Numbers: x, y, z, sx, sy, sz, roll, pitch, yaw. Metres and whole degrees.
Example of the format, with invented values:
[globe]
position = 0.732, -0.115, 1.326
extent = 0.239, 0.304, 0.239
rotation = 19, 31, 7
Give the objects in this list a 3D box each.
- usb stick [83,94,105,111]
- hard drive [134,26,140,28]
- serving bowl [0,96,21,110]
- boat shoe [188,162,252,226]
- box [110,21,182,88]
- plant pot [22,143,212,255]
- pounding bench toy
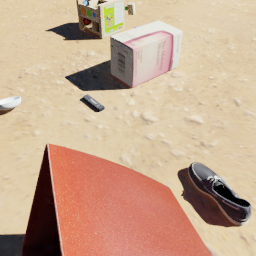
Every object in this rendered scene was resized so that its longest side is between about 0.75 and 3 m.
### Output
[usb stick]
position = -1.143, -0.846, 9.283
extent = 0.272, 0.160, 0.979
rotation = -30, 50, -30
[hard drive]
position = 1.022, -4.602, 13.495
extent = 0.938, 0.180, 1.422
rotation = -17, 44, -18
[serving bowl]
position = -3.836, -0.764, 9.014
extent = 0.836, 0.275, 0.836
rotation = -11, 22, 4
[boat shoe]
position = 2.113, 1.339, 6.494
extent = 0.678, 0.586, 1.867
rotation = -20, 45, -21
[box]
position = 0.670, -2.789, 10.422
extent = 2.426, 1.551, 1.322
rotation = -28, 49, -28
[plant pot]
position = -0.260, 2.012, 4.243
extent = 2.223, 2.521, 2.523
rotation = 8, 28, -24
[pounding bench toy]
position = -1.058, -5.715, 13.753
extent = 1.895, 1.509, 2.430
rotation = 32, 51, 32
